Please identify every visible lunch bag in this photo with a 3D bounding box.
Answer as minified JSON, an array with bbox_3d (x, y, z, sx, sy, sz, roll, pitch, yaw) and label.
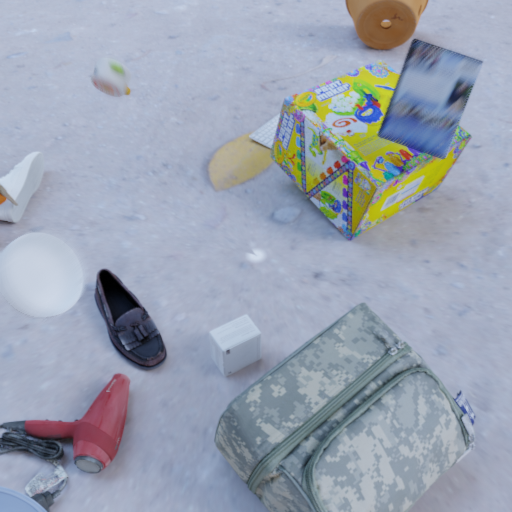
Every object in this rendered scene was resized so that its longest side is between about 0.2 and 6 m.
[{"bbox_3d":[1.136,2.208,6.949,2.659,1.853,2.230,-31,69,-27],"label":"lunch bag"}]

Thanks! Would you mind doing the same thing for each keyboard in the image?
[{"bbox_3d":[0.992,-3.397,13.800,0.811,0.154,2.882,27,51,25],"label":"keyboard"}]

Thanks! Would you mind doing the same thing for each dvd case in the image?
[{"bbox_3d":[2.849,-2.580,9.237,1.192,1.670,0.147,20,7,3],"label":"dvd case"}]

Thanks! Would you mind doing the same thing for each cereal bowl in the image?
[{"bbox_3d":[-2.801,0.283,7.137,0.458,1.100,1.100,-21,33,34],"label":"cereal bowl"}]

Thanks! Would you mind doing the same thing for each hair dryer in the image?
[{"bbox_3d":[-2.590,2.337,7.597,2.187,0.594,1.666,-32,51,-30],"label":"hair dryer"}]

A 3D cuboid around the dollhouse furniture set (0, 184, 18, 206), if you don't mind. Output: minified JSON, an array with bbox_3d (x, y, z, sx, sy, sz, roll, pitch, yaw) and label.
[{"bbox_3d":[-5.680,-0.905,10.684,1.820,0.938,1.801,-42,60,-13],"label":"dollhouse furniture set"}]

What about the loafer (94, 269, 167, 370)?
[{"bbox_3d":[-2.102,0.972,8.961,0.719,0.630,2.000,-26,50,-24],"label":"loafer"}]

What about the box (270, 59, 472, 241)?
[{"bbox_3d":[2.182,-2.173,11.074,2.670,1.629,2.571,-28,66,-26],"label":"box"}]

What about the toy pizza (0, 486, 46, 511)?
[{"bbox_3d":[-3.211,3.679,6.050,2.288,0.363,2.288,13,49,-15],"label":"toy pizza"}]

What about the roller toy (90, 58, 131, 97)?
[{"bbox_3d":[-1.922,-2.337,7.398,0.463,0.508,0.355,15,78,16],"label":"roller toy"}]

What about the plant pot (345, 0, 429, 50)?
[{"bbox_3d":[3.799,-7.305,16.378,2.518,2.518,1.763,6,61,6],"label":"plant pot"}]

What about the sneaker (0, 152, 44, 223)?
[{"bbox_3d":[-5.152,-1.514,11.462,1.126,0.718,1.949,6,46,2],"label":"sneaker"}]

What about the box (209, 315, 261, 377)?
[{"bbox_3d":[-0.311,1.367,8.525,0.679,0.675,0.444,-23,49,-22],"label":"box"}]
